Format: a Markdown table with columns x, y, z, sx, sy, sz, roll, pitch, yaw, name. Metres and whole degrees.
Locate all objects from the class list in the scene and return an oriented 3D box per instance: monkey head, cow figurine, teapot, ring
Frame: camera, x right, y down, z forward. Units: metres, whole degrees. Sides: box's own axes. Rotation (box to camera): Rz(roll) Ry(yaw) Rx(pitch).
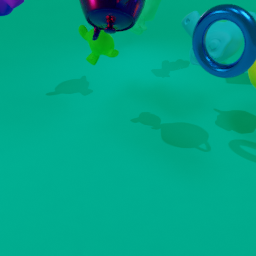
| x | y | z | sx | sy | sz | roll | pitch | yaw | name |
| --- | --- | --- | --- | --- | --- | --- | --- | --- | --- |
| -0.689 | -1.822 | 6.323 | 1.075 | 0.773 | 0.648 | 37 | 5 | 4 | monkey head |
| 1.838 | -2.047 | 6.236 | 1.081 | 1.291 | 1.794 | -40 | 8 | -36 | monkey head |
| 0.533 | -3.798 | 9.079 | 0.814 | 1.483 | 1.459 | 30 | 32 | 1 | cow figurine |
| -3.278 | -3.358 | 7.407 | 1.189 | 0.996 | 1.653 | 37 | 63 | 4 | monkey head |
| -0.314 | -2.134 | 4.991 | 1.192 | 0.939 | 1.918 | 6 | -5 | -24 | teapot |
| 1.638 | -1.454 | 4.787 | 1.233 | 1.233 | 0.247 | 32 | 46 | 34 | ring |

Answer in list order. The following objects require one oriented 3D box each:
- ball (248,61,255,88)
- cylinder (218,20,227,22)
| x | y | z | sx | sy | sz | roll | pitch | yaw | name |
| --- | --- | --- | --- | --- | --- | --- | --- | --- | --- |
| 3.245 | -1.289 | 6.009 | 1.229 | 1.229 | 1.229 | 0 | 38 | 0 | ball |
| 3.091 | -3.012 | 8.772 | 0.861 | 0.861 | 0.861 | 4 | 52 | 5 | cylinder |
